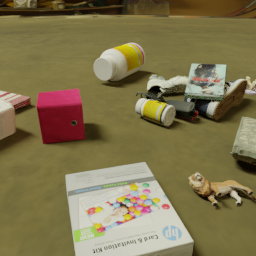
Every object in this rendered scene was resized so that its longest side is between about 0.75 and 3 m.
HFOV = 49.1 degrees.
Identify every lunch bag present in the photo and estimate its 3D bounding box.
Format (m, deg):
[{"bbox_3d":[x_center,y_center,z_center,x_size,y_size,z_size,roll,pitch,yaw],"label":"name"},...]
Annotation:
[{"bbox_3d":[3.498,0.476,7.254,1.397,1.001,1.703,13,25,24],"label":"lunch bag"}]

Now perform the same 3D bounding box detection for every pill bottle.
[{"bbox_3d":[0.919,-0.578,9.609,1.265,0.723,0.723,22,34,35],"label":"pill bottle"},{"bbox_3d":[-0.416,-3.260,13.971,1.542,1.542,2.958,14,30,26],"label":"pill bottle"}]

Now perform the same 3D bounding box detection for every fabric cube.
[{"bbox_3d":[-2.057,-0.393,8.668,1.274,1.254,1.279,-6,28,-12],"label":"fabric cube"}]

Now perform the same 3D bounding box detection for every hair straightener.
[{"bbox_3d":[1.264,-1.024,10.152,2.602,1.001,0.532,25,68,39],"label":"hair straightener"}]

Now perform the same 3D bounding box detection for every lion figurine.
[{"bbox_3d":[2.067,1.350,6.239,1.339,0.485,0.820,9,17,-13],"label":"lion figurine"}]

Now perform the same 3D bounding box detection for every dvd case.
[{"bbox_3d":[2.817,-1.696,10.070,1.308,0.197,1.792,7,52,18],"label":"dvd case"}]

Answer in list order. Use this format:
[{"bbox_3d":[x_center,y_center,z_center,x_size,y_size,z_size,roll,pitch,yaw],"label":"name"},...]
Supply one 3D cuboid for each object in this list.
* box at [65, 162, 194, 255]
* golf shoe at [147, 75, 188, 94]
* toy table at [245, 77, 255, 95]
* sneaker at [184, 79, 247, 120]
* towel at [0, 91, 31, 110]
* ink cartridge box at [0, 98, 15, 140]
[{"bbox_3d":[-0.161,1.648,5.500,1.916,0.506,2.457,-7,29,-14],"label":"box"},{"bbox_3d":[1.810,-1.713,12.065,2.050,0.803,0.997,5,44,21],"label":"golf shoe"},{"bbox_3d":[5.397,-1.878,12.367,0.865,0.551,0.941,-8,29,-15],"label":"toy table"},{"bbox_3d":[3.346,-1.354,10.799,1.614,1.042,2.975,24,38,35],"label":"sneaker"},{"bbox_3d":[-5.444,-0.914,10.759,2.863,0.326,2.062,14,32,28],"label":"towel"},{"bbox_3d":[-4.850,-0.133,8.043,1.828,1.064,2.510,27,38,21],"label":"ink cartridge box"}]
